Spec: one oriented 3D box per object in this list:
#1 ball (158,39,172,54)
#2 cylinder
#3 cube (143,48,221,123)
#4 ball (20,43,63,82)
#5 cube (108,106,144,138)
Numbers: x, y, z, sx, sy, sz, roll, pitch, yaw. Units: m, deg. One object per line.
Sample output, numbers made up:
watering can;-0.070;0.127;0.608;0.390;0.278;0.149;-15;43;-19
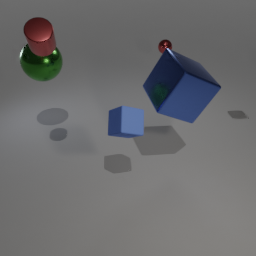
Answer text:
ball;1.833;-4.008;13.827;0.700;0.700;0.700;0;32;0
cylinder;-2.205;-2.288;7.070;0.700;0.700;0.700;2;75;-7
cube;1.516;-1.210;8.204;1.400;1.400;1.400;14;35;-30
ball;-2.947;-2.293;9.564;1.400;1.400;1.400;0;32;0
cube;-0.059;-0.141;7.434;0.700;0.700;0.700;8;-12;-33
